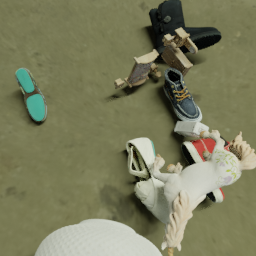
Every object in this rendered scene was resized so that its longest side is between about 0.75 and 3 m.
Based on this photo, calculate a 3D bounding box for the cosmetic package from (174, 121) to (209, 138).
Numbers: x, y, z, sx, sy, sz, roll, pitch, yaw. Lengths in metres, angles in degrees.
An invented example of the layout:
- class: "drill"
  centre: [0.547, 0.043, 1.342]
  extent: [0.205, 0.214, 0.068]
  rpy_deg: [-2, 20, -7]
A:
- class: "cosmetic package"
  centre: [1.657, 0.035, 7.383]
  extent: [0.439, 0.864, 0.320]
  rpy_deg: [24, 82, -25]

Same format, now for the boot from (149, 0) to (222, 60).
- class: "boot"
  centre: [1.680, -3.214, 8.622]
  extent: [2.077, 0.793, 1.745]
  rpy_deg: [-11, 78, 26]

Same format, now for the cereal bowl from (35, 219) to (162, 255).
- class: "cereal bowl"
  centre: [-0.488, 2.524, 5.471]
  extent: [2.558, 2.558, 1.065]
  rpy_deg: [8, 51, 4]

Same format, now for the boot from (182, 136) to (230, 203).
- class: "boot"
  centre: [2.299, 0.942, 7.111]
  extent: [1.273, 0.639, 1.765]
  rpy_deg: [-14, 55, -10]

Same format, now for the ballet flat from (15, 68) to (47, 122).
- class: "ballet flat"
  centre: [-2.695, -0.936, 7.960]
  extent: [0.584, 0.584, 1.573]
  rpy_deg: [-18, 96, -8]

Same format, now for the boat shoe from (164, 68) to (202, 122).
- class: "boat shoe"
  centre: [1.447, -0.900, 7.715]
  extent: [0.602, 0.773, 1.702]
  rpy_deg: [-25, 54, -6]

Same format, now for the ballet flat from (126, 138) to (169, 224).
- class: "ballet flat"
  centre: [0.424, 1.215, 6.742]
  extent: [0.827, 0.827, 2.382]
  rpy_deg: [-12, 50, -6]

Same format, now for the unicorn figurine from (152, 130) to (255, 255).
- class: "unicorn figurine"
  centre: [1.299, 1.130, 5.673]
  extent: [2.838, 1.048, 1.949]
  rpy_deg: [-44, 25, 14]

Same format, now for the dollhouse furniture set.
- class: "dollhouse furniture set"
  centre: [0.756, -1.598, 7.584]
  extent: [1.887, 1.609, 0.921]
  rpy_deg: [-29, 76, -26]
